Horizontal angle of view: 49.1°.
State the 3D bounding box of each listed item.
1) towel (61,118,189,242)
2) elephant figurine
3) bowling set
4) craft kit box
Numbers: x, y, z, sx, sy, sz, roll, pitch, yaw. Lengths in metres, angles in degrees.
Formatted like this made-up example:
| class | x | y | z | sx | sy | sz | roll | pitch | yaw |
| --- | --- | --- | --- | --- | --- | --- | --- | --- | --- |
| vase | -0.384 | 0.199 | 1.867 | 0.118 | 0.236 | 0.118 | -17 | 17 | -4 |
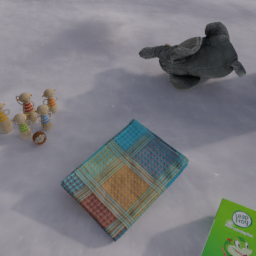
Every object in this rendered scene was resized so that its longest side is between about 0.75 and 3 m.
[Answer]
| class | x | y | z | sx | sy | sz | roll | pitch | yaw |
| --- | --- | --- | --- | --- | --- | --- | --- | --- | --- |
| towel | -0.024 | 0.944 | 6.001 | 1.716 | 0.254 | 2.340 | 39 | 63 | 22 |
| elephant figurine | 1.828 | -2.062 | 8.693 | 2.599 | 1.839 | 2.017 | -14 | 1 | -1 |
| bowling set | -2.390 | -0.288 | 7.126 | 1.788 | 0.960 | 1.244 | -30 | 51 | -26 |
| craft kit box | 2.281 | 2.593 | 4.300 | 2.476 | 0.601 | 2.446 | 18 | 45 | 25 |
